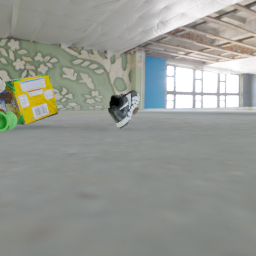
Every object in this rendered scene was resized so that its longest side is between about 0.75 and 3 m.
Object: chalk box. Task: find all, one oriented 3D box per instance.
[{"bbox_3d":[-3.348,-0.873,8.568,2.043,1.265,1.271,3,20,38],"label":"chalk box"}]

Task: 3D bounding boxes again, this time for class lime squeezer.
[{"bbox_3d":[-3.330,-0.181,6.908,0.973,0.520,2.754,5,4,-9],"label":"lime squeezer"}]

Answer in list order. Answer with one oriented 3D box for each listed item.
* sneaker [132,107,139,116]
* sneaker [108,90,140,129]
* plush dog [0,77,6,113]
[{"bbox_3d":[0.094,-0.709,12.492,0.454,0.806,0.287,34,-14,49],"label":"sneaker"},{"bbox_3d":[-0.132,-0.740,7.884,0.549,0.747,1.651,-28,24,33],"label":"sneaker"},{"bbox_3d":[-3.816,-0.586,7.246,1.255,1.344,1.564,-27,10,-39],"label":"plush dog"}]
